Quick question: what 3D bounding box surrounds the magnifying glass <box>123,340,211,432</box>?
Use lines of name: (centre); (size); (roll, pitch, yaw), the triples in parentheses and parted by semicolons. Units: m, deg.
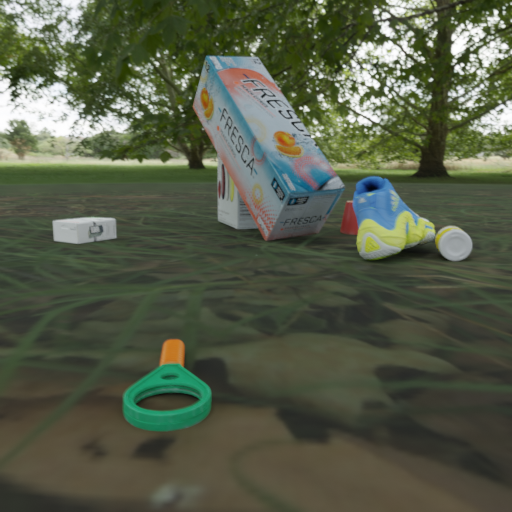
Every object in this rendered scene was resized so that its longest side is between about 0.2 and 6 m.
magnifying glass: (-0.621, 0.888, 4.039); (0.563, 0.158, 1.415); (-1, 11, -6)

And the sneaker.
sneaker: (2.449, -0.779, 9.924); (0.992, 1.377, 2.621); (-13, 2, 29)

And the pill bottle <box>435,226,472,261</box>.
pill bottle: (3.356, -0.234, 9.589); (0.525, 0.525, 0.943); (2, 10, 13)

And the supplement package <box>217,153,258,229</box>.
supplement package: (-0.126, -1.749, 14.539); (1.394, 1.895, 1.813); (-3, 10, -19)

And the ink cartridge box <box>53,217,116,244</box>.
ink cartridge box: (-3.591, -0.545, 11.743); (0.766, 0.443, 1.053); (6, 11, 32)

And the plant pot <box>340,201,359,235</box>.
plant pot: (2.374, -0.890, 12.960); (0.841, 0.744, 0.841); (-1, 10, 0)

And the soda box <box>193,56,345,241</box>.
soda box: (0.115, -2.528, 12.492); (1.427, 1.535, 4.490); (-10, 57, -29)
